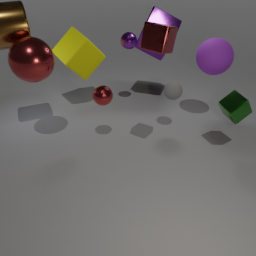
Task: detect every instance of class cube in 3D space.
[{"bbox_3d":[1.317,-4.172,12.469,1.400,1.400,1.400,26,68,-6],"label":"cube"},{"bbox_3d":[0.838,-2.434,7.555,0.700,0.700,0.700,22,25,24],"label":"cube"},{"bbox_3d":[3.548,-0.688,9.282,0.700,0.700,0.700,-39,45,6],"label":"cube"},{"bbox_3d":[-2.142,-3.238,12.236,1.400,1.400,1.400,45,6,35],"label":"cube"}]

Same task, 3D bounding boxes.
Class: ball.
[{"bbox_3d":[0.036,-3.664,11.758,0.700,0.700,0.700,0,30,0],"label":"ball"},{"bbox_3d":[3.342,-2.750,10.797,1.400,1.400,1.400,0,30,0],"label":"ball"},{"bbox_3d":[1.688,-1.402,10.470,0.700,0.700,0.700,0,30,0],"label":"ball"},{"bbox_3d":[-0.866,-1.115,9.632,0.700,0.700,0.700,0,30,0],"label":"ball"},{"bbox_3d":[-3.013,-2.133,8.785,1.400,1.400,1.400,0,30,0],"label":"ball"}]

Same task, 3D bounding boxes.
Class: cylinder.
[{"bbox_3d":[-3.971,-3.272,9.004,1.400,1.400,1.400,-15,33,-19],"label":"cylinder"}]
